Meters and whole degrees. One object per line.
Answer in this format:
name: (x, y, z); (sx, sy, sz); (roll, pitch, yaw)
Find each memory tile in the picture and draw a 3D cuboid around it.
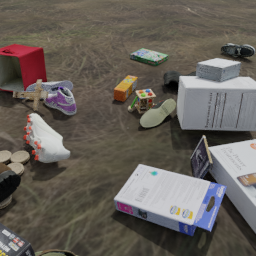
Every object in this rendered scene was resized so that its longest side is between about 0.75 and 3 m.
memory tile: (-4.297, 1.555, 8.846); (1.864, 0.204, 2.432); (0, 36, 0)

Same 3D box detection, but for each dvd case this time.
dvd case: (2.290, 1.005, 8.832); (0.108, 1.002, 1.347); (15, 35, -7)

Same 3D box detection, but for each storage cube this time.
storage cube: (-5.287, -2.942, 13.664); (1.783, 2.086, 1.876); (11, 31, 16)

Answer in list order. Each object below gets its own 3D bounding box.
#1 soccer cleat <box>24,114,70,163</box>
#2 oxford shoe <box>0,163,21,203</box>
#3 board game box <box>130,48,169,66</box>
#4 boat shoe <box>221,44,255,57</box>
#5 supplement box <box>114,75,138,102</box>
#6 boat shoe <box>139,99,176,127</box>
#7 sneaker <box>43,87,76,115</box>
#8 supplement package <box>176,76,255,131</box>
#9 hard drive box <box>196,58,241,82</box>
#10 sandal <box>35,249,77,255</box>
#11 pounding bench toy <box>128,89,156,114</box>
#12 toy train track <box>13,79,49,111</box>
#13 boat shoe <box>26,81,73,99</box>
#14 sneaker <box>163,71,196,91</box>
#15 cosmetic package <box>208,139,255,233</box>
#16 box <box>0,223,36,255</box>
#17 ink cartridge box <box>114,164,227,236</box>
soccer cleat: (-2.972, 0.367, 10.018); (1.120, 1.001, 2.887); (7, 23, -34)
oxford shoe: (-4.412, 1.889, 7.530); (1.167, 1.005, 2.766); (34, 47, 25)
board game box: (1.290, -4.371, 17.155); (1.983, 0.289, 1.334); (25, 42, 31)
boat shoe: (6.771, -4.763, 17.359); (0.637, 0.798, 2.110); (-24, 30, -31)
supplement box: (-0.095, -1.930, 13.458); (0.575, 0.595, 1.729); (15, 35, 16)
boat shoe: (1.165, -0.575, 11.569); (1.894, 0.693, 0.594); (-35, 10, -26)
sneaker: (-3.017, -1.400, 12.254); (1.949, 1.111, 0.706); (21, 42, 29)
supplement package: (3.462, -0.993, 10.951); (2.852, 1.708, 1.729); (2, 25, 2)
hard drive box: (3.595, -2.332, 11.128); (1.450, 0.557, 1.130); (-21, 33, -38)
sandal: (-1.533, 2.934, 5.865); (2.659, 0.759, 1.056); (-13, 25, 32)
pounding bench toy: (0.547, -1.166, 12.110); (1.115, 0.870, 0.693); (-10, 36, -13)
toy train track: (-4.451, -1.496, 12.406); (2.384, 1.367, 0.388); (5, -3, 35)
boat shoe: (-3.720, -1.860, 13.360); (2.146, 0.761, 0.749); (-14, 11, -14)
sneaker: (2.887, -2.193, 13.753); (2.355, 0.894, 1.069); (2, 44, 14)
cosmetic package: (3.990, 1.573, 8.274); (2.251, 0.772, 2.986); (-7, 36, -17)
box: (-3.490, 2.947, 6.391); (2.140, 0.517, 1.695); (16, 38, 32)
ink cartridge box: (1.156, 1.930, 7.715); (2.694, 0.565, 1.607); (8, 36, 30)
